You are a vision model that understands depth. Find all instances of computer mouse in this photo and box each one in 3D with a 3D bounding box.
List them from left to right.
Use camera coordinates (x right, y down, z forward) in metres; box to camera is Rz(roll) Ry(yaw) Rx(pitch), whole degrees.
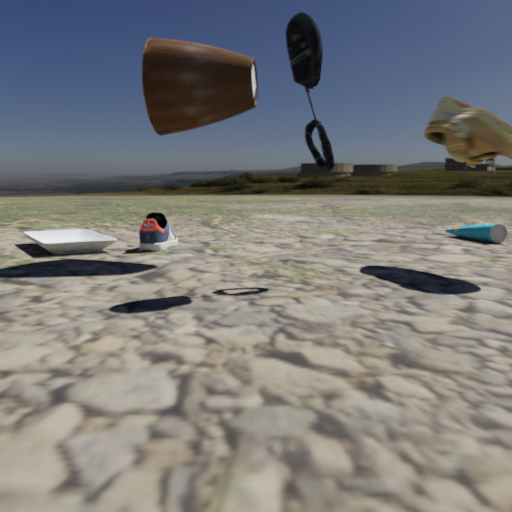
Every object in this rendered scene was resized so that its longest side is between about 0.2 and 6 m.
[{"bbox_3d":[0.880,-2.351,8.093,0.385,2.264,0.664,-16,10,-23],"label":"computer mouse"}]

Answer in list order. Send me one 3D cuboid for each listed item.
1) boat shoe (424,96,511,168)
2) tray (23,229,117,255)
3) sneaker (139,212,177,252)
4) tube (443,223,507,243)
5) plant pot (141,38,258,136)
[{"bbox_3d":[3.621,-1.944,9.345,0.969,0.869,2.619,28,18,-16],"label":"boat shoe"},{"bbox_3d":[-4.063,-0.313,12.032,1.436,0.297,2.675,-6,10,-30],"label":"tray"},{"bbox_3d":[-2.099,-0.571,12.154,0.685,0.772,1.826,0,7,-1],"label":"sneaker"},{"bbox_3d":[5.332,-0.562,13.617,0.702,0.457,1.812,11,1,-13],"label":"tube"},{"bbox_3d":[-0.964,-3.234,10.598,1.910,1.785,1.785,-1,8,7],"label":"plant pot"}]
